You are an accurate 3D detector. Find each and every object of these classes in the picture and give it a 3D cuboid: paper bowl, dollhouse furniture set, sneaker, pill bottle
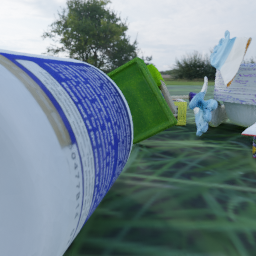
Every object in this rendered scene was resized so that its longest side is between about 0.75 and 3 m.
[{"bbox_3d":[3.718,-0.772,7.141,2.977,1.548,2.977,4,10,-1],"label":"paper bowl"},{"bbox_3d":[-0.436,-0.150,6.545,2.975,1.493,1.949,-27,-4,16],"label":"dollhouse furniture set"},{"bbox_3d":[2.311,-0.429,7.971,0.733,0.724,1.846,11,6,32],"label":"sneaker"},{"bbox_3d":[-0.794,0.110,2.592,1.562,1.562,2.610,2,11,13],"label":"pill bottle"}]

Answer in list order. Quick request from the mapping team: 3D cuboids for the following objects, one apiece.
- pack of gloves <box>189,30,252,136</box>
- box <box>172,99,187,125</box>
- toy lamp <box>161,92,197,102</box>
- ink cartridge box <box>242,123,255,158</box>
[{"bbox_3d":[1.870,-1.189,6.658,0.535,2.278,2.711,18,24,2],"label":"pack of gloves"},{"bbox_3d":[0.208,-0.500,8.288,2.888,0.724,1.087,-1,10,1],"label":"box"},{"bbox_3d":[2.716,-1.580,14.680,2.047,0.596,0.596,0,10,1],"label":"toy lamp"},{"bbox_3d":[2.871,0.224,4.569,1.399,0.646,2.567,8,14,36],"label":"ink cartridge box"}]
